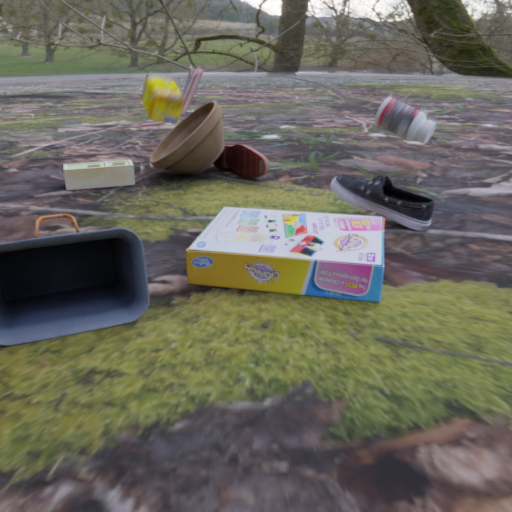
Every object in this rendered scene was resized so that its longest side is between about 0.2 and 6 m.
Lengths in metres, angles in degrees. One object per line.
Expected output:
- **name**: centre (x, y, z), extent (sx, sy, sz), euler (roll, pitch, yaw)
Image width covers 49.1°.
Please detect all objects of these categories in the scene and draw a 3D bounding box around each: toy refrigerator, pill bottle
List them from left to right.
- **toy refrigerator**: centre (-3.977, -2.083, 14.186), extent (1.683, 0.589, 0.639), euler (-6, 23, -16)
- **pill bottle**: centre (1.755, -1.572, 6.572), extent (0.643, 0.356, 0.356), euler (33, 35, 20)

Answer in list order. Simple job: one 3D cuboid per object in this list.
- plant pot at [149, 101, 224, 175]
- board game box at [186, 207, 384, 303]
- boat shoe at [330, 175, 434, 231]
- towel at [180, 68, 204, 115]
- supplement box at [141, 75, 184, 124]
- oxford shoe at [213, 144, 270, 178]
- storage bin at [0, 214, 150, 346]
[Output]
- **plant pot**: centre (-1.635, -2.954, 15.004), extent (2.360, 1.089, 2.360), euler (-35, 26, 19)
- **board game box**: centre (0.609, -0.123, 9.441), extent (3.017, 0.608, 2.308), euler (5, 23, 12)
- **boat shoe**: centre (2.578, -1.280, 11.422), extent (2.222, 0.736, 0.777), euler (31, 38, 26)
- **towel**: centre (-1.575, -3.751, 12.850), extent (0.174, 1.101, 1.529), euler (24, 19, -7)
- **supplement box**: centre (-1.608, -2.678, 9.560), extent (0.475, 0.478, 0.872), euler (3, 36, -28)
- **oxford shoe**: centre (-0.266, -2.671, 15.308), extent (0.903, 0.851, 2.415), euler (-9, 25, -35)
- **storage bin**: centre (-2.764, 0.168, 7.864), extent (2.135, 1.554, 1.434), euler (-10, 14, -22)
